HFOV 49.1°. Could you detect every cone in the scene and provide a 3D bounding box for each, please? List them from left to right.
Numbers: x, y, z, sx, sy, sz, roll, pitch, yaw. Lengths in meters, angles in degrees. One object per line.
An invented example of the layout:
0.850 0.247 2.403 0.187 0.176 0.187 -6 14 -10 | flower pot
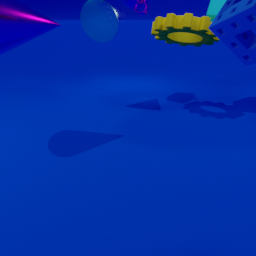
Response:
-2.098 -2.025 5.432 1.535 1.529 1.529 -4 23 -16 | cone
-0.579 -3.211 8.042 1.155 1.155 1.159 9 37 21 | cone

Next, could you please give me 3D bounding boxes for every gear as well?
1.576 -2.637 7.665 1.820 0.337 1.820 8 3 0 | gear

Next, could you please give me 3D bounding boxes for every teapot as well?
0.299 -4.188 8.211 0.953 1.946 1.210 -16 -12 38 | teapot

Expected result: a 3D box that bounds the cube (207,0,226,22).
3.007 -3.326 7.622 1.271 1.271 1.271 17 2 23 | cube

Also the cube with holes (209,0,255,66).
1.602 -1.318 3.306 0.738 0.738 0.738 37 -10 -17 | cube with holes
